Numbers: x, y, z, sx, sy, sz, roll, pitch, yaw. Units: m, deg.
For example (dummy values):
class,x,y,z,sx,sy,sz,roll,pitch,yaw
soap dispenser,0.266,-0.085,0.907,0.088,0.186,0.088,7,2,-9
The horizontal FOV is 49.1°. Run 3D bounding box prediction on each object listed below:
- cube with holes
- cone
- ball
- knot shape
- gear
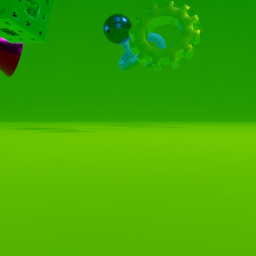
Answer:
class,x,y,z,sx,sy,sz,roll,pitch,yaw
cube with holes,-2.299,-2.403,5.681,0.985,0.985,0.985,8,-6,26
cone,-4.438,-2.632,8.949,1.606,1.600,1.600,13,-8,-39
ball,-0.363,-3.532,10.017,1.038,1.038,1.038,0,1,0
knot shape,0.366,-3.238,11.331,2.038,1.907,0.942,-26,-27,-9
gear,0.943,-2.419,7.353,1.840,1.840,0.340,0,-16,16
